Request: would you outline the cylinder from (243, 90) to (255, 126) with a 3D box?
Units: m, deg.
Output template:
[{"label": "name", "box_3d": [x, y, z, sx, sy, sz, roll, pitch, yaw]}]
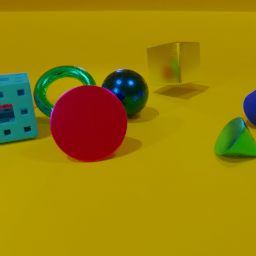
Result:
[{"label": "cylinder", "box_3d": [3.520, -0.608, 6.794, 0.993, 0.993, 0.993, -9, -16, -20]}]

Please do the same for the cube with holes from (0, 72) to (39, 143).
[{"label": "cube with holes", "box_3d": [-2.905, -0.502, 6.576, 1.278, 1.278, 1.278, -10, 23, -19]}]

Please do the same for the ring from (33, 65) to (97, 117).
[{"label": "ring", "box_3d": [-1.687, -0.981, 7.595, 1.719, 0.344, 1.719, 1, 63, -2]}]

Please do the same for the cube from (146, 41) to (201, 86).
[{"label": "cube", "box_3d": [1.569, -2.163, 9.521, 1.313, 1.313, 1.313, 5, 15, 43]}]

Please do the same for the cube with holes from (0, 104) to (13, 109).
[{"label": "cube with holes", "box_3d": [-3.573, -0.845, 7.941, 0.776, 0.776, 0.776, 11, 25, 15]}]

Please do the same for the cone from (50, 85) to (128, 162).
[{"label": "cone", "box_3d": [-0.886, -0.069, 6.385, 1.548, 1.548, 1.553, -4, -2, -9]}]

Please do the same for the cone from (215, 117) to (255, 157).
[{"label": "cone", "box_3d": [2.420, 0.373, 5.748, 0.886, 0.883, 0.883, 30, 25, -6]}]

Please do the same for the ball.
[{"label": "ball", "box_3d": [-0.094, -0.933, 7.578, 1.312, 1.312, 1.312, 0, 25, 0]}]
